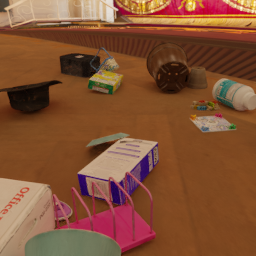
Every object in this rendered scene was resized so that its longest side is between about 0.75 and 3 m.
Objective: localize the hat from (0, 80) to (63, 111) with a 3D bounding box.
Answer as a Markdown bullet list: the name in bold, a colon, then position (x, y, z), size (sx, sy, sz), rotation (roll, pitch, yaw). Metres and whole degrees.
- **hat**: position (-4.224, -1.327, 12.168), size (2.919, 1.178, 2.919), rotation (-9, 11, 2)

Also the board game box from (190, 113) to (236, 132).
- **board game box**: position (3.358, -0.241, 11.155), size (1.390, 0.180, 1.390), rotation (-4, 25, -9)

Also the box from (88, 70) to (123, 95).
- **box**: position (-1.160, -2.626, 15.509), size (1.434, 0.591, 2.444), rotation (15, 30, 7)

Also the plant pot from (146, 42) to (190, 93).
- **plant pot**: position (2.240, -3.163, 15.149), size (2.371, 2.371, 2.347), rotation (0, 32, 0)

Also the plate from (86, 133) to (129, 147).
- **plate**: position (-0.669, 0.353, 9.075), size (1.461, 0.187, 1.461), rotation (-15, 0, 0)

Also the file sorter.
- **file sorter**: position (-0.512, 1.750, 5.692), size (1.772, 1.111, 1.231), rotation (-13, 23, -25)

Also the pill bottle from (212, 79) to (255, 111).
- **pill bottle**: position (4.887, -1.471, 12.685), size (1.119, 1.119, 2.020), rotation (-11, 29, -23)

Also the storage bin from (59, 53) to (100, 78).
- **storage bin**: position (-3.131, -4.153, 18.387), size (2.408, 1.129, 1.628), rotation (17, 30, 30)

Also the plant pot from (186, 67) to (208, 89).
- **plant pot**: position (3.901, -2.843, 15.680), size (1.215, 1.055, 1.215), rotation (1, 25, 0)

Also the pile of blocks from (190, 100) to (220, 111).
- **pile of blocks**: position (3.480, -1.046, 12.599), size (1.314, 0.408, 0.539), rotation (-2, 25, -3)

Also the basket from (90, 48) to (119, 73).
- **basket**: position (-1.423, -3.884, 16.991), size (1.564, 1.379, 1.088), rotation (46, 31, 8)

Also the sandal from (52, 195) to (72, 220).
- **sandal**: position (-1.941, 1.756, 6.689), size (1.455, 0.358, 0.592), rotation (18, 30, 33)

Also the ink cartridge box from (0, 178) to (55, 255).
- **ink cartridge box**: position (-3.157, 1.934, 5.281), size (2.917, 1.237, 2.124), rotation (4, 25, 11)

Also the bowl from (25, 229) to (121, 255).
- **bowl**: position (-0.887, 2.331, 4.361), size (1.587, 1.587, 0.830), rotation (-1, 43, -2)

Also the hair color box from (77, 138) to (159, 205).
- **hair color box**: position (-0.164, 1.064, 7.642), size (1.244, 0.738, 2.277), rotation (7, 27, 29)
